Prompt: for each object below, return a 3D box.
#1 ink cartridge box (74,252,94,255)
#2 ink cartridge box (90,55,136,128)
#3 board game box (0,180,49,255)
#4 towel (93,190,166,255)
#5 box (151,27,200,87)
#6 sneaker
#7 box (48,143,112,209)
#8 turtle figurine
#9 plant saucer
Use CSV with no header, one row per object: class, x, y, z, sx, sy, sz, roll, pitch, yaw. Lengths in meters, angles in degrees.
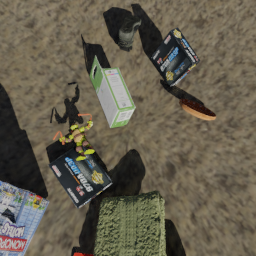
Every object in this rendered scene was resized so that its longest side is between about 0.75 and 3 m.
ink cartridge box,0.026,4.030,6.062,2.862,0.817,2.326,7,61,-2
ink cartridge box,-0.483,-1.070,8.060,0.560,0.980,1.887,-14,67,-24
board game box,-2.810,2.385,6.014,0.692,2.245,2.243,9,67,14
towel,0.035,2.701,6.443,1.813,0.446,2.443,-12,53,20
box,1.347,-2.020,8.220,0.333,1.449,1.151,-29,84,-24
sneaker,0.007,-3.056,9.080,0.566,0.847,1.479,18,48,1
box,-1.277,1.249,7.538,1.132,0.328,1.424,-34,74,-14
turtle figurine,-1.344,0.305,7.455,1.323,0.426,1.067,-30,67,13
plant saucer,1.963,-0.513,7.993,1.126,1.126,0.182,26,111,10
